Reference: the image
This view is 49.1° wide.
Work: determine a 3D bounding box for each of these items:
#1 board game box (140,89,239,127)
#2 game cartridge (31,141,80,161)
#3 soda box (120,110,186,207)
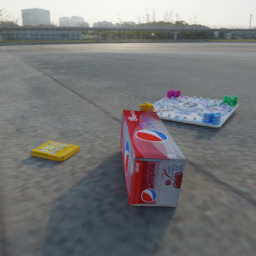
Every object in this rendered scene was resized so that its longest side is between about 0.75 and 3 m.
[{"bbox_3d":[2.337,-0.867,10.460,2.927,0.379,2.927,11,24,30],"label":"board game box"},{"bbox_3d":[-1.796,0.558,6.995,0.921,0.149,0.812,6,19,21],"label":"game cartridge"},{"bbox_3d":[0.366,0.448,5.966,0.893,0.986,2.816,3,19,-7],"label":"soda box"}]
